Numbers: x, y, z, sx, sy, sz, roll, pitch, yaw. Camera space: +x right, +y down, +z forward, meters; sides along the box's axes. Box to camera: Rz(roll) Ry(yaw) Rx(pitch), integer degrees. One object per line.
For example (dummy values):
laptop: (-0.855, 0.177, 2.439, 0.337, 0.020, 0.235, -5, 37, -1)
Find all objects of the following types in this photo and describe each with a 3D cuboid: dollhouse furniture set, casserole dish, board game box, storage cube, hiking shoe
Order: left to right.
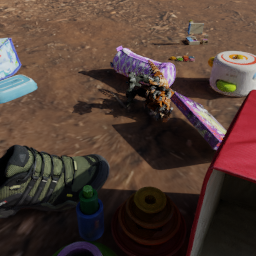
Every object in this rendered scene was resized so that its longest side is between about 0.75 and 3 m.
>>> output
casserole dish: (-4.071, -1.406, 9.731, 1.120, 0.359, 1.850, 27, 42, 32)
hiking shoe: (-1.705, 0.930, 5.333, 2.815, 1.417, 1.066, -13, 52, -14)
dollhouse furniture set: (3.420, -4.790, 13.835, 1.087, 1.152, 0.751, -3, 36, -5)
board game box: (2.008, -0.113, 7.202, 1.218, 0.328, 2.030, 12, 32, -37)
storage cube: (2.440, 1.228, 3.894, 2.475, 2.896, 2.603, 18, 33, 24)

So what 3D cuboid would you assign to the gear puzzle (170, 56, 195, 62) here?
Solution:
gear puzzle: (2.376, -3.077, 12.274, 1.085, 0.142, 0.562, 4, 35, 5)

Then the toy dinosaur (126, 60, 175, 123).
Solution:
toy dinosaur: (0.738, -1.169, 8.762, 1.564, 1.177, 2.304, 1, 36, -6)

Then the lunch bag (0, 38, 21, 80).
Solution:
lunch bag: (-5.267, -2.230, 9.953, 1.929, 1.445, 2.268, -4, 39, 9)

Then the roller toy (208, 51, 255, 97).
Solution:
roller toy: (3.738, -1.967, 9.753, 1.603, 1.228, 1.757, -3, 35, -5)

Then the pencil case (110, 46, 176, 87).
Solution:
pencil case: (0.549, -2.225, 10.267, 2.492, 1.065, 1.046, 29, 48, 33)

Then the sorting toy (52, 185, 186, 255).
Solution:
sorting toy: (-0.288, 1.730, 4.570, 2.793, 1.146, 1.678, -28, 44, -33)
